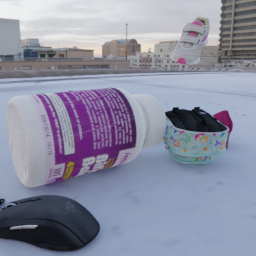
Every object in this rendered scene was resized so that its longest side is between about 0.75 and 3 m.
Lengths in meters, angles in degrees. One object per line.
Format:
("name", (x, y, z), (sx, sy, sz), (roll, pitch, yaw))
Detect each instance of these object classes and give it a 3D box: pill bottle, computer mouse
("pill bottle", (-0.727, 0.049, 5.660), (2.964, 1.664, 1.664), (-11, 18, -33))
("computer mouse", (-1.504, 1.211, 3.547), (2.097, 0.483, 1.472), (5, 15, 20))

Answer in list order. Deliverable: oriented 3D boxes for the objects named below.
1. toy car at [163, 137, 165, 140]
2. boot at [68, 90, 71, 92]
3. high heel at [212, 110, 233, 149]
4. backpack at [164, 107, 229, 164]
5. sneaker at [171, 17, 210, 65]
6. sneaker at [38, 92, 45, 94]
("toy car", (0.722, 0.271, 7.750), (0.825, 0.184, 0.776), (6, 16, 24))
("boot", (-3.239, -1.773, 15.092), (0.428, 0.439, 1.163), (5, 17, 12))
("high heel", (2.273, -0.185, 7.860), (0.700, 0.998, 2.077), (-4, 15, -15))
("backpack", (1.459, 0.182, 6.187), (1.317, 1.117, 1.483), (1, 14, -8))
("sneaker", (1.913, -2.688, 8.466), (0.871, 0.945, 2.142), (16, 49, 16))
("sneaker", (-3.076, -0.773, 10.157), (0.613, 0.983, 1.667), (-10, 19, -38))
